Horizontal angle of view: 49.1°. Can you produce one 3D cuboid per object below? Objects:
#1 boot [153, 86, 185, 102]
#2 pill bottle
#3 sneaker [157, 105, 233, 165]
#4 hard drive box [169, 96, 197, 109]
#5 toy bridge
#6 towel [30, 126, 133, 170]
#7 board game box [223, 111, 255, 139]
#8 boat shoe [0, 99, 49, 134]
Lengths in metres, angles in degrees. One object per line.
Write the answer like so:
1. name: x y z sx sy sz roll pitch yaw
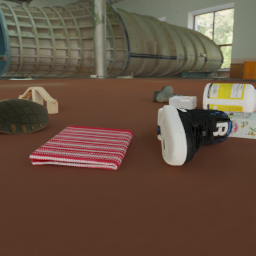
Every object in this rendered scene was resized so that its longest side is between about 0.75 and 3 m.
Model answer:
1. boot: 2.268 -1.614 14.265 1.388 0.719 2.124 12 24 26
2. pill bottle: 3.839 -1.001 10.024 2.071 1.153 1.153 7 14 28
3. sneaker: 1.436 0.002 5.635 1.552 1.014 2.774 -1 11 2
4. hard drive box: 2.339 -1.062 11.859 0.962 0.474 1.235 4 13 20
5. toy bridge: -3.684 -1.196 11.407 0.381 0.941 2.798 -11 16 -43
6. towel: -0.805 0.354 5.864 1.635 0.254 2.260 4 14 7
7. board game box: 2.687 -0.130 7.480 1.601 0.515 1.181 4 13 22
8. boat shoe: -3.398 -0.318 7.411 2.487 0.941 0.918 -3 10 -18
